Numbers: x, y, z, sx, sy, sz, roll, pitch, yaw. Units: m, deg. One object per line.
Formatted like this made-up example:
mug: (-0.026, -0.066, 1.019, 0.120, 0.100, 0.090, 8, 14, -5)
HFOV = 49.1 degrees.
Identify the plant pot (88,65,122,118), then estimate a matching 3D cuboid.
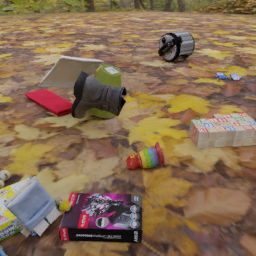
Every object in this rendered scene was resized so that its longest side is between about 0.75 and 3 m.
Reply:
plant pot: (-0.881, -1.534, 10.865, 1.569, 1.677, 1.569, 14, 36, -10)

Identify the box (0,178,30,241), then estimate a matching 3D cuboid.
box: (-2.912, 1.942, 6.228, 2.027, 0.490, 1.189, -18, 33, -33)

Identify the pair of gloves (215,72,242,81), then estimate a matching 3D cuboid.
pair of gloves: (5.589, -2.872, 15.507, 1.486, 0.169, 1.195, 4, 29, 8)

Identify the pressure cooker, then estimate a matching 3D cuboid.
pressure cooker: (3.003, -5.289, 18.153, 2.090, 1.838, 1.866, -18, 44, -32)

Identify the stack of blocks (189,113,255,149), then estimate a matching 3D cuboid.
stack of blocks: (3.228, 0.065, 9.536, 2.134, 0.625, 1.229, -3, 28, -5)

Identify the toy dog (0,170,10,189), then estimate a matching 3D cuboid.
toy dog: (-3.726, 1.285, 7.350, 1.153, 0.555, 0.761, -12, 30, -21)

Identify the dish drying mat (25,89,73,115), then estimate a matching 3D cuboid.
dish drying mat: (-3.359, -1.156, 12.230, 1.118, 0.265, 2.912, -23, 35, -37)

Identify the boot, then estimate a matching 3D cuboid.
boot: (-1.007, -0.756, 9.528, 1.658, 2.519, 0.879, 22, 66, -2)

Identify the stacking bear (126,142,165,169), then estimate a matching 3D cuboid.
stacking bear: (0.467, 0.888, 8.092, 1.059, 0.602, 0.643, -14, 34, -4)

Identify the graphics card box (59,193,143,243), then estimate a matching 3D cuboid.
graphics card box: (-0.545, 1.962, 6.219, 1.741, 0.443, 1.092, 2, 28, 2)

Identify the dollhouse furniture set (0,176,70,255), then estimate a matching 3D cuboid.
dollhouse furniture set: (-1.891, 1.722, 5.161, 1.173, 1.697, 1.797, 23, 55, 36)

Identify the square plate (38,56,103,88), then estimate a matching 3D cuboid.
square plate: (-2.158, -2.094, 10.484, 1.894, 0.269, 1.876, -7, -19, -45)
